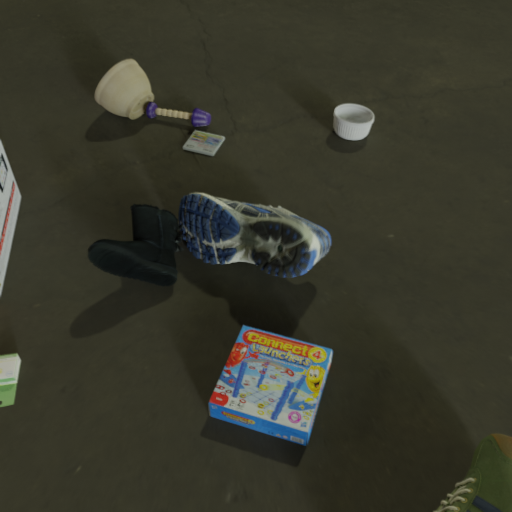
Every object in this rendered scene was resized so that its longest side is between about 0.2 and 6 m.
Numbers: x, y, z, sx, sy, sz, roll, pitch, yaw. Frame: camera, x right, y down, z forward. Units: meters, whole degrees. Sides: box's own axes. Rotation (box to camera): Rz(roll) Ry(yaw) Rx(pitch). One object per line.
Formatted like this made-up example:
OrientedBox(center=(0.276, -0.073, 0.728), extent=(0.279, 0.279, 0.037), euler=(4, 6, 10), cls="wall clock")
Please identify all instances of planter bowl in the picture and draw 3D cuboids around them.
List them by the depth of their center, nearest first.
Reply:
OrientedBox(center=(-3.498, -4.435, 15.402), extent=(1.045, 1.552, 1.552), euler=(45, 55, 3), cls="planter bowl")

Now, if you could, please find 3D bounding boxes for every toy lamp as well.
OrientedBox(center=(-2.112, -3.887, 15.408), extent=(1.771, 0.515, 0.515), euler=(14, 46, 14), cls="toy lamp")

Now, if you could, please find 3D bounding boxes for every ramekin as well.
OrientedBox(center=(2.571, -3.555, 14.970), extent=(1.074, 0.564, 1.074), euler=(3, 44, -3), cls="ramekin")

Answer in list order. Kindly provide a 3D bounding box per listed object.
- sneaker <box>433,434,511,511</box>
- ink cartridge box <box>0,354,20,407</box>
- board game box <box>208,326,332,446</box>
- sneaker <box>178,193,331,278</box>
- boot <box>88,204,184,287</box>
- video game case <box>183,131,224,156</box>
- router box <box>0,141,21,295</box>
OrientedBox(center=(2.662, 3.666, 7.310), extent=(1.457, 1.088, 3.246), euler=(16, 50, 9), cls="sneaker")
OrientedBox(center=(-4.438, 2.155, 9.494), extent=(0.711, 0.234, 0.977), euler=(-7, 43, -7), cls="ink cartridge box")
OrientedBox(center=(0.275, 2.109, 9.352), extent=(1.667, 0.466, 1.632), euler=(13, 47, 13), cls="board game box")
OrientedBox(center=(-0.074, -0.465, 11.520), extent=(3.592, 1.384, 1.530), euler=(21, 23, 33), cls="sneaker")
OrientedBox(center=(-2.334, -0.354, 11.117), extent=(1.968, 0.728, 1.613), euler=(21, 47, -32), cls="boot")
OrientedBox(center=(-1.370, -2.960, 14.697), extent=(0.863, 0.095, 0.786), euler=(15, 50, 14), cls="video game case")
OrientedBox(center=(-5.641, -1.282, 10.964), extent=(0.823, 3.023, 3.369), euler=(-6, 45, -7), cls="router box")
